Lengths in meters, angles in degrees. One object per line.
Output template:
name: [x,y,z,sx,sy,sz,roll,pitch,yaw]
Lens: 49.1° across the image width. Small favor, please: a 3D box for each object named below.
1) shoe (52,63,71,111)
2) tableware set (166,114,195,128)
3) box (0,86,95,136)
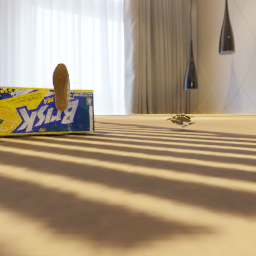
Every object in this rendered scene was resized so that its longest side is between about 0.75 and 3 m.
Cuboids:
shoe: [-1.363,-0.838,5.775,0.345,0.986,0.263,1,3,5]
tableware set: [1.452,-0.252,7.662,0.571,0.173,0.863,23,-13,-9]
box: [-2.225,-0.356,6.056,2.906,1.018,0.934,-2,2,-26]
